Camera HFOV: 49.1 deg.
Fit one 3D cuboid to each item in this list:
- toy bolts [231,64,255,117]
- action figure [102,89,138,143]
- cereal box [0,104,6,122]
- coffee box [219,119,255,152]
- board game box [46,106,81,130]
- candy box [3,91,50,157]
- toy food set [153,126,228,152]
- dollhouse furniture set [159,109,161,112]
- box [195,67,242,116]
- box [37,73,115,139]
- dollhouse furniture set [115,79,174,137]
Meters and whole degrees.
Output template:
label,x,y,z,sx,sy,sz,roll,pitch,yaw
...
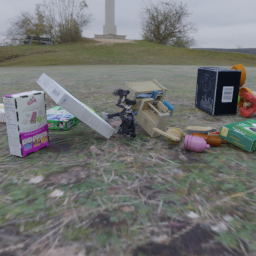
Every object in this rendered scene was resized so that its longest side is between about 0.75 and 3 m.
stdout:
label,x,y,z,sx,sy,sz,roll,pitch,yaw
toy bolts,6.020,-1.735,13.441,1.751,2.411,2.525,-5,30,-10
action figure,-0.210,-0.339,9.855,1.045,1.217,2.048,-17,48,21
cereal box,-6.149,-0.712,12.686,2.581,0.510,1.857,0,16,0
coffee box,4.075,0.202,9.245,1.984,0.436,1.220,-9,29,-38
board game box,-2.914,-0.489,12.185,1.743,0.377,2.590,3,17,13
candy box,-3.057,-0.167,8.533,0.546,1.790,1.221,7,16,24
toy food set,2.265,0.358,9.336,2.782,0.438,1.768,0,15,-29
dollhouse furniture set,1.165,-0.830,13.602,0.471,0.356,0.876,10,2,33
box,4.343,-1.863,13.784,1.309,2.111,2.076,-3,17,-12
box,-1.727,-0.715,9.506,1.833,0.461,2.540,40,0,43
dollhouse furniture set,0.906,-0.582,11.068,1.672,1.663,2.373,-11,43,-35
